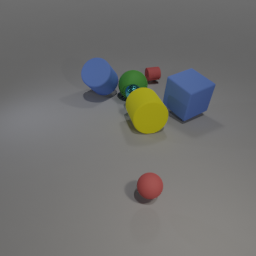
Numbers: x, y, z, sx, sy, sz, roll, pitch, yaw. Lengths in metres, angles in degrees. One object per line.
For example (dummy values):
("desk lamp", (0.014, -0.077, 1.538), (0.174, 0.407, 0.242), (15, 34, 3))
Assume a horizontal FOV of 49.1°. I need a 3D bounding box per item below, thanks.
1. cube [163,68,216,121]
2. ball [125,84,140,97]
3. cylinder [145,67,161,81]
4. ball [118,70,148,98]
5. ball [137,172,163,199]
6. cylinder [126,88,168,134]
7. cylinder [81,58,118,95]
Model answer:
("cube", (2.490, -1.405, 11.638), (1.400, 1.400, 1.400), (-23, 50, -27))
("ball", (0.233, -1.568, 12.229), (0.700, 0.700, 0.700), (0, 31, 0))
("cylinder", (1.342, -2.942, 15.172), (0.700, 0.700, 0.700), (-9, 32, -13))
("ball", (0.237, -2.058, 13.387), (1.400, 1.400, 1.400), (0, 31, 0))
("ball", (0.586, 1.537, 7.457), (0.700, 0.700, 0.700), (0, 31, 0))
("cylinder", (0.721, -0.705, 11.100), (1.400, 1.400, 1.400), (-6, 31, -11))
("cylinder", (-1.297, -2.391, 13.174), (1.400, 1.400, 1.400), (9, -7, 15))
